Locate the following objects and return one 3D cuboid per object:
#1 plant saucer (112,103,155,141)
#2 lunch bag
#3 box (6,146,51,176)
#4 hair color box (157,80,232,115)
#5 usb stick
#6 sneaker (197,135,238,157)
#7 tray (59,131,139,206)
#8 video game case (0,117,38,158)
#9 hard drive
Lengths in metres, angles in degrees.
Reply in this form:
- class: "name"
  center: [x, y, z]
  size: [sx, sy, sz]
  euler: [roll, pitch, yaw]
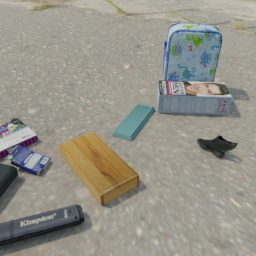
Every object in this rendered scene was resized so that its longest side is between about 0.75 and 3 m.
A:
- class: "plant saucer"
  center: [0.253, -0.302, 10.293]
  size: [0.789, 0.214, 2.257]
  euler: [16, 37, 20]
- class: "lunch bag"
  center: [2.573, -2.897, 11.690]
  size: [2.245, 2.793, 1.152]
  euler: [3, 37, 3]
- class: "box"
  center: [-2.952, 0.953, 8.314]
  size: [1.101, 0.178, 0.667]
  euler: [23, 39, 4]
- class: "hair color box"
  center: [2.529, -1.219, 11.041]
  size: [2.689, 0.815, 1.331]
  euler: [3, 35, 3]
- class: "usb stick"
  center: [-2.153, 2.257, 6.482]
  size: [2.238, 0.365, 0.621]
  euler: [-10, 23, -16]
- class: "sneaker"
  center: [2.758, 0.461, 8.774]
  size: [0.364, 0.632, 1.213]
  euler: [-7, 33, -41]
- class: "tray"
  center: [-0.918, 1.040, 8.176]
  size: [1.230, 0.462, 2.494]
  euler: [-23, 42, -29]
- class: "video game case"
  center: [-4.113, 0.337, 9.285]
  size: [1.680, 0.301, 1.523]
  euler: [-29, 45, -35]
- class: "hard drive"
  center: [-4.332, 1.793, 6.979]
  size: [1.904, 0.449, 2.729]
  euler: [11, 37, 8]
